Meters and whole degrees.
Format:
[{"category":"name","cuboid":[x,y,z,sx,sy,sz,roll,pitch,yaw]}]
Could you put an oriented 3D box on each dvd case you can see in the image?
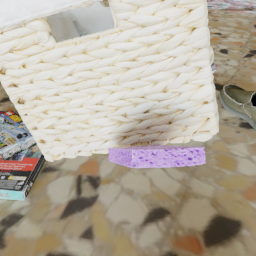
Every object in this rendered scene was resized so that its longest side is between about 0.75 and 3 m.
[{"category":"dvd case","cuboid":[-2.795,0.438,6.416,2.069,0.312,2.835,3,35,4]}]

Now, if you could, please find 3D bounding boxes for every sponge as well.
[{"category":"sponge","cuboid":[0.221,0.282,2.985,0.687,0.184,1.232,-2,-3,-14]}]

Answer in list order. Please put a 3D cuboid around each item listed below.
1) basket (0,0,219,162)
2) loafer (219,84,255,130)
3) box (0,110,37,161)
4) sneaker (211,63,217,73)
[{"category":"basket","cuboid":[-0.161,-1.289,4.406,2.819,2.288,2.845,-9,30,16]},{"category":"loafer","cuboid":[3.430,-0.661,7.528,0.948,0.878,2.522,-12,36,-17]},{"category":"box","cuboid":[-2.727,0.113,6.361,1.423,0.284,0.974,29,43,36]},{"category":"sneaker","cuboid":[2.249,-2.269,10.096,1.879,0.701,0.757,5,34,7]}]
